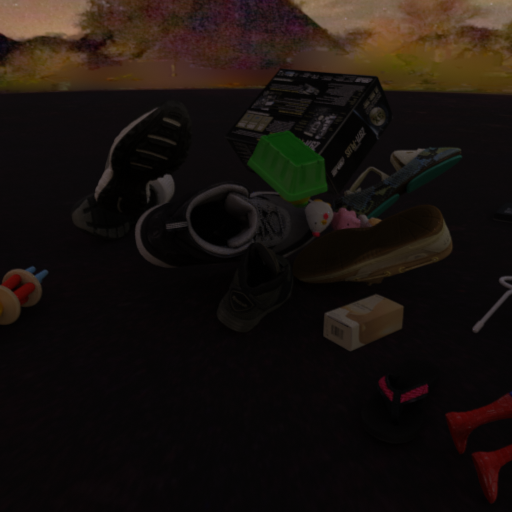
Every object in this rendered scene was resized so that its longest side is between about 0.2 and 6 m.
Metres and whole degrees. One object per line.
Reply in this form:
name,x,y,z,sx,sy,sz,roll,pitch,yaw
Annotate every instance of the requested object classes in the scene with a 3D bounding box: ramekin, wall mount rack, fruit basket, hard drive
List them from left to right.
ramekin,-2.418,-1.514,12.640,1.052,1.052,0.513,2,28,6
fruit basket,0.365,-0.846,6.179,0.647,0.897,0.897,-19,27,-29
hard drive,5.715,-0.936,12.273,0.748,0.176,1.071,14,25,32
wall mount rack,3.681,0.804,7.232,1.374,0.590,1.582,-8,22,-30

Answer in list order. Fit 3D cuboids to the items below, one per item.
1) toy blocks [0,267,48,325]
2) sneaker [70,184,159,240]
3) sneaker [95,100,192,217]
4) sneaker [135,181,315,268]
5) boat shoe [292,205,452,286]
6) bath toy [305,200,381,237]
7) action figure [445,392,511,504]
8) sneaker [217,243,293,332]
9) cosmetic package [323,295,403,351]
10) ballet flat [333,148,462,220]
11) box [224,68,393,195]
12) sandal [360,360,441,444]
toy blocks,-3.796,0.549,7.771,1.390,0.606,1.668,4,21,8
sneaker,-2.979,-0.878,11.316,1.060,1.009,2.675,-3,10,19
sneaker,-1.778,-1.596,8.482,0.992,1.064,2.683,14,-28,-28
sneaker,-0.086,-0.457,8.668,3.268,1.233,1.860,-8,-1,-26
boat shoe,1.710,0.043,8.417,2.468,0.819,0.913,-16,43,35
bath toy,1.555,-0.464,9.271,1.622,0.599,0.705,14,-22,-20
action figure,3.279,1.563,4.961,2.826,1.399,0.922,-22,24,4
sneaker,0.194,0.236,7.782,0.712,1.067,1.863,35,30,12
cosmetic package,1.408,0.854,7.319,0.990,0.352,0.521,-16,26,-36
ballet flat,2.606,-1.478,10.647,2.636,0.978,0.978,-34,25,0
box,0.855,-2.128,9.302,2.130,0.917,1.744,22,69,42
sandal,1.541,1.395,5.877,0.605,0.363,1.610,12,24,28
